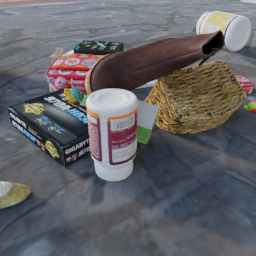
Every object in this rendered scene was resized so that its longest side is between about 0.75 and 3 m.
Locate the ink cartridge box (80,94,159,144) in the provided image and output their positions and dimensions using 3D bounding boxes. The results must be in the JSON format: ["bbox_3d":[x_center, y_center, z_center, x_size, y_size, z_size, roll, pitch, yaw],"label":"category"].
[{"bbox_3d":[-0.220,-0.374,7.275,1.876,0.556,0.974,19,43,5],"label":"ink cartridge box"}]

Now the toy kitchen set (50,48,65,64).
[{"bbox_3d":[-3.154,-3.537,13.388,0.954,0.778,0.861,3,32,5],"label":"toy kitchen set"}]

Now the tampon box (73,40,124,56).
[{"bbox_3d":[-1.216,-3.004,12.142,1.864,1.177,1.397,6,32,10],"label":"tampon box"}]

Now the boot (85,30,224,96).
[{"bbox_3d":[0.645,-1.611,6.690,2.464,1.072,2.963,-5,23,46],"label":"boot"}]

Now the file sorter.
[{"bbox_3d":[0.913,-2.480,11.291,1.944,1.211,1.349,-9,33,-15],"label":"file sorter"}]

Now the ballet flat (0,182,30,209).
[{"bbox_3d":[-2.934,1.375,5.662,1.788,0.632,0.632,-11,34,-18],"label":"ballet flat"}]

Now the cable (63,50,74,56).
[{"bbox_3d":[-2.744,-2.955,12.354,1.237,0.428,1.237,-26,27,10],"label":"cable"}]

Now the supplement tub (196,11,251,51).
[{"bbox_3d":[5.168,-5.358,15.334,1.807,1.807,2.486,-18,36,-27],"label":"supplement tub"}]

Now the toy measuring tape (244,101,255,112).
[{"bbox_3d":[4.359,-0.710,9.207,1.057,0.389,0.389,-1,32,-1],"label":"toy measuring tape"}]

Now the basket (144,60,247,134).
[{"bbox_3d":[2.031,-0.672,8.737,2.612,1.946,1.865,-17,69,-25],"label":"basket"}]

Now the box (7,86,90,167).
[{"bbox_3d":[-1.741,-0.228,8.150,2.298,0.665,2.891,-27,41,-36],"label":"box"}]

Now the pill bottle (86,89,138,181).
[{"bbox_3d":[-0.332,0.182,6.314,1.092,1.913,1.092,1,32,0],"label":"pill bottle"}]

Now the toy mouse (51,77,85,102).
[{"bbox_3d":[-1.587,-1.026,7.517,1.243,1.105,0.241,39,72,-5],"label":"toy mouse"}]

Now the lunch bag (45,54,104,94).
[{"bbox_3d":[-1.657,-1.916,10.611,2.643,1.083,2.328,2,37,5],"label":"lunch bag"}]

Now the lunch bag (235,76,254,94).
[{"bbox_3d":[4.070,-1.577,10.570,1.154,0.473,1.017,-4,37,-8],"label":"lunch bag"}]
